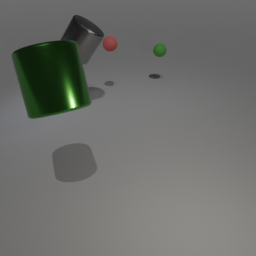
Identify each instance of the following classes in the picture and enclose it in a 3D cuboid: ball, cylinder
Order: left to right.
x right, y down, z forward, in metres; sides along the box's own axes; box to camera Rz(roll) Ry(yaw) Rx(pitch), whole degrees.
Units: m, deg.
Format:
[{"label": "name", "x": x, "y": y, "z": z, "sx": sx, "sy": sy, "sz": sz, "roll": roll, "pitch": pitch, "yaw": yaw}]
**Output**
[{"label": "cylinder", "x": -1.625, "y": -1.032, "z": 6.081, "sx": 1.400, "sy": 1.400, "sz": 1.400, "roll": -12, "pitch": 9, "yaw": 2}, {"label": "cylinder", "x": -1.897, "y": -3.547, "z": 11.307, "sx": 1.400, "sy": 1.400, "sz": 1.400, "roll": 30, "pitch": 27, "yaw": -17}, {"label": "ball", "x": -0.846, "y": -3.969, "z": 13.210, "sx": 0.700, "sy": 0.700, "sz": 0.700, "roll": 0, "pitch": 31, "yaw": 0}, {"label": "ball", "x": 1.684, "y": -4.114, "z": 14.831, "sx": 0.700, "sy": 0.700, "sz": 0.700, "roll": 0, "pitch": 31, "yaw": 0}]
